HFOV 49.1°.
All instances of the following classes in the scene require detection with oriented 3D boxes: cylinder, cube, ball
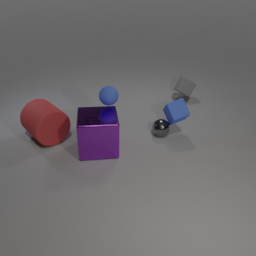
[{"bbox_3d":[-3.122,-0.232,10.580,1.400,1.400,1.400,-24,39,-34],"label":"cylinder"},{"bbox_3d":[-1.064,0.157,9.947,1.400,1.400,1.400,-3,31,-7],"label":"cube"},{"bbox_3d":[1.291,-0.008,10.929,0.700,0.700,0.700,0,31,0],"label":"ball"},{"bbox_3d":[-0.686,-1.148,9.972,0.700,0.700,0.700,0,31,0],"label":"ball"},{"bbox_3d":[2.730,-1.989,13.457,0.700,0.700,0.700,26,9,-12],"label":"cube"},{"bbox_3d":[1.844,-0.621,10.695,0.700,0.700,0.700,-21,78,-10],"label":"cube"}]
